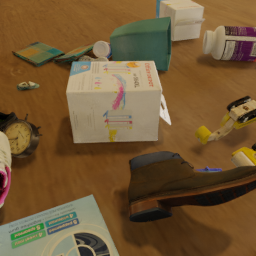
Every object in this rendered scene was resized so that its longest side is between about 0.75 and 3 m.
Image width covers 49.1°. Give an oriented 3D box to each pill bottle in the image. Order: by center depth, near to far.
[{"bbox_3d":[-1.040,-3.391,12.234,0.710,0.710,1.265,7,13,8],"label":"pill bottle"},{"bbox_3d":[4.652,-3.700,12.275,2.549,1.433,1.433,4,39,4],"label":"pill bottle"}]

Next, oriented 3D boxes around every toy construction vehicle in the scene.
[{"bbox_3d":[3.583,0.347,7.853,2.709,0.954,2.359,-24,56,-23],"label":"toy construction vehicle"}]

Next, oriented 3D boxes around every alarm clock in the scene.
[{"bbox_3d":[-3.046,0.400,7.679,1.507,0.502,1.016,-41,69,2],"label":"alarm clock"}]

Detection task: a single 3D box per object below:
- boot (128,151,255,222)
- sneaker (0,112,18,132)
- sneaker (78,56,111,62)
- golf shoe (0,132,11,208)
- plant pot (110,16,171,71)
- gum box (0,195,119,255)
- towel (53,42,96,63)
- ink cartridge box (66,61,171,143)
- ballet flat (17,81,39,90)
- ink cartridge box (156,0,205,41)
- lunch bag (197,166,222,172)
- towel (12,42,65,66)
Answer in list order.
[{"bbox_3d":[1.242,0.924,5.832,2.896,1.082,1.403,-20,56,16],"label":"boot"},{"bbox_3d":[-4.308,-0.246,8.437,2.127,0.881,0.754,1,37,1],"label":"sneaker"},{"bbox_3d":[-1.398,-2.710,11.911,1.532,0.591,0.628,11,7,25],"label":"sneaker"},{"bbox_3d":[-3.011,0.973,6.367,1.183,0.974,2.586,-35,42,25],"label":"golf shoe"},{"bbox_3d":[0.564,-3.622,12.048,2.453,1.733,1.734,3,39,13],"label":"plant pot"},{"bbox_3d":[-1.259,2.683,5.029,2.254,0.591,2.653,-15,42,-18],"label":"gum box"},{"bbox_3d":[-2.206,-3.423,12.538,1.482,0.219,2.021,2,34,38],"label":"towel"},{"bbox_3d":[-0.208,-0.827,8.412,2.876,1.801,1.849,-2,39,-2],"label":"ink cartridge box"},{"bbox_3d":[-3.801,-1.618,10.623,0.824,0.306,0.306,-14,41,-17],"label":"ballet flat"},{"bbox_3d":[2.674,-5.681,14.607,1.621,1.579,2.522,-12,40,-14],"label":"ink cartridge box"},{"bbox_3d":[1.815,1.218,6.630,0.658,0.874,0.411,-1,39,-2],"label":"lunch bag"},{"bbox_3d":[-4.156,-3.464,12.973,2.137,0.232,1.567,28,46,32],"label":"towel"}]
